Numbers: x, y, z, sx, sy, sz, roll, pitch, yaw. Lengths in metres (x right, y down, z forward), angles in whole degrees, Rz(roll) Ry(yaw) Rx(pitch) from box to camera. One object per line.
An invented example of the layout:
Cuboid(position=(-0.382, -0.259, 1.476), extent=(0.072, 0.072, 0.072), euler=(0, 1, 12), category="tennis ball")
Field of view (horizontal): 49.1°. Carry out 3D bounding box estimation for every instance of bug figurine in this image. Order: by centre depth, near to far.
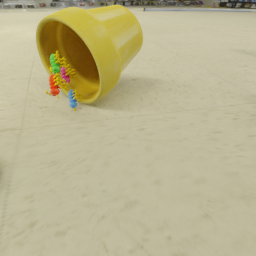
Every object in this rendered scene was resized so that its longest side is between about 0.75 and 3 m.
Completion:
Cuboid(position=(-1.764, -1.244, 7.624), extent=(0.449, 1.352, 1.744), euler=(-12, -14, 9), category="bug figurine")

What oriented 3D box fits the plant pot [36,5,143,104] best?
Cuboid(position=(-0.946, -2.480, 8.496), extent=(2.660, 2.660, 2.503), euler=(21, 49, 34), category="plant pot")
